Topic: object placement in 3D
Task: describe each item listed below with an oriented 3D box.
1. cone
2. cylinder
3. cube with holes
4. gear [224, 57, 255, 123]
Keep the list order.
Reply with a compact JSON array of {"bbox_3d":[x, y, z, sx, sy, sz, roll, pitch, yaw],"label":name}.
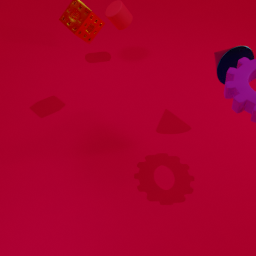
[{"bbox_3d":[2.563,-1.827,7.437,1.048,1.048,1.051,-12,36,-11],"label":"cone"},{"bbox_3d":[-0.327,-4.119,10.252,0.743,0.743,0.743,-16,59,28],"label":"cylinder"},{"bbox_3d":[-1.182,-2.761,7.259,0.701,0.701,0.701,45,103,20],"label":"cube with holes"},{"bbox_3d":[2.659,-0.769,5.206,1.621,0.300,1.621,-6,51,7],"label":"gear"}]
